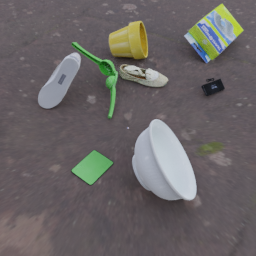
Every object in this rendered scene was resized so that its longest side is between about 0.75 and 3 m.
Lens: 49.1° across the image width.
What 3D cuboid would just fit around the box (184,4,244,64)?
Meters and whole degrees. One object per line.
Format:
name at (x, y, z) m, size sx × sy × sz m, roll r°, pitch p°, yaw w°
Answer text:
box at (3.042, -3.342, 9.816) m, size 1.296 × 0.507 × 2.126 m, roll 49°, pitch 61°, yaw -4°

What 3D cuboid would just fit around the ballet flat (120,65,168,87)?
ballet flat at (0.456, -1.629, 8.643) m, size 1.570 × 0.489 × 0.529 m, roll 12°, pitch 64°, yaw 13°

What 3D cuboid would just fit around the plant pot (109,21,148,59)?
plant pot at (-0.001, -2.912, 9.515) m, size 1.136 × 1.208 × 1.208 m, roll -4°, pitch 44°, yaw 17°

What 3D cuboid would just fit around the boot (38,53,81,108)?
boot at (-1.872, -1.347, 7.932) m, size 0.639 × 1.739 × 0.831 m, roll 37°, pitch 20°, yaw -15°

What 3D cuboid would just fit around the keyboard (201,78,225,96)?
keyboard at (2.523, -1.269, 8.374) m, size 0.807 × 0.104 × 0.485 m, roll -22°, pitch 88°, yaw -28°

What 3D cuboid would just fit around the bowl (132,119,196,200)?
bowl at (0.642, 0.764, 5.828) m, size 0.796 × 1.771 × 1.771 m, roll -28°, pitch 41°, yaw 24°

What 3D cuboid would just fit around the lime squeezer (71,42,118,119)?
lime squeezer at (-0.685, -1.523, 8.208) m, size 0.957 × 0.511 × 2.709 m, roll -5°, pitch 62°, yaw -48°

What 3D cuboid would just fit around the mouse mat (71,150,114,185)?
mouse mat at (-0.826, 0.905, 6.542) m, size 0.668 × 0.031 × 0.830 m, roll 30°, pitch 54°, yaw 25°
